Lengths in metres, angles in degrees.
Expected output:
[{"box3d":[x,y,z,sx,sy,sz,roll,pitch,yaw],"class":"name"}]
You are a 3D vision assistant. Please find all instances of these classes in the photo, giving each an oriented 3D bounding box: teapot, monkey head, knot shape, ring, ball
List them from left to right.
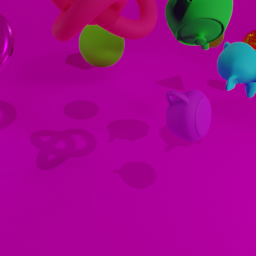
[{"box3d":[-3.619,-1.889,6.446,2.050,0.410,2.050,0,79,-1],"class":"ring"},{"box3d":[-0.639,-2.045,6.850,1.108,1.108,1.108,0,36,0],"class":"ball"},{"box3d":[-0.344,-1.812,4.122,1.685,0.832,1.801,-9,35,-21],"class":"knot shape"},{"box3d":[0.993,-0.180,4.752,0.688,1.405,0.873,5,61,36],"class":"teapot"},{"box3d":[1.236,-1.954,4.946,1.181,1.900,0.930,-6,74,22],"class":"teapot"},{"box3d":[2.303,-1.164,5.785,0.938,1.120,1.556,5,46,12],"class":"monkey head"},{"box3d":[4.010,-2.693,8.846,0.869,1.398,0.685,21,26,24],"class":"teapot"}]

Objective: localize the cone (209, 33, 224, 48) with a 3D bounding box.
[{"box3d":[2.676,-3.275,8.600,1.125,1.125,1.130,26,64,32],"class":"cone"}]
